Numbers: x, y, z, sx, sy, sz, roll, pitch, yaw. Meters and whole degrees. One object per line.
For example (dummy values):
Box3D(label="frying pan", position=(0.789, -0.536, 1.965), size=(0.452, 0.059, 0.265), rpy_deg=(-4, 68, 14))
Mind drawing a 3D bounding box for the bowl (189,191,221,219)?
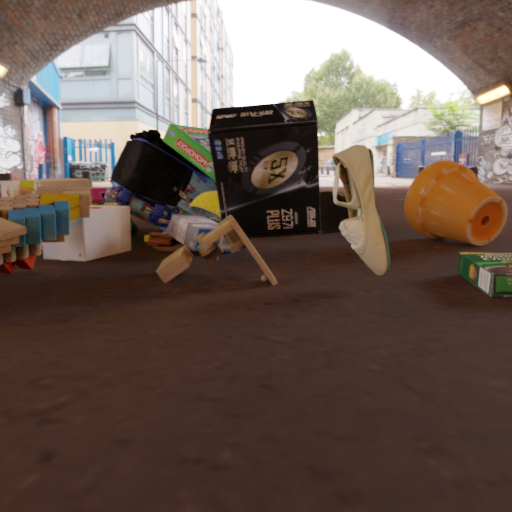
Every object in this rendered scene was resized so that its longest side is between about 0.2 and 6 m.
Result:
Box3D(label="bowl", position=(-0.705, -1.013, 11.520), size=(1.198, 0.645, 1.198), rpy_deg=(25, -8, 4))

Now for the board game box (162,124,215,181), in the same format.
Box3D(label="board game box", position=(-0.443, -2.185, 12.700), size=(2.046, 0.443, 3.041), rpy_deg=(38, 23, 18))

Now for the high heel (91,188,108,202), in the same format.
Box3D(label="high heel", position=(-3.886, -1.249, 14.540), size=(1.405, 0.986, 2.929), rpy_deg=(-1, 10, 12))

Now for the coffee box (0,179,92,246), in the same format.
Box3D(label="coffee box", position=(-4.348, -0.949, 11.699), size=(1.285, 1.297, 1.299), rpy_deg=(5, 12, 30))

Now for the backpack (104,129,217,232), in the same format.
Box3D(label="backpack", position=(-1.913, -1.556, 13.432), size=(2.933, 1.973, 2.678), rpy_deg=(25, 1, -22))

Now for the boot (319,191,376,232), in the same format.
Box3D(label="boot", position=(1.500, -1.128, 14.295), size=(2.714, 0.980, 2.050), rpy_deg=(-7, 7, -40))

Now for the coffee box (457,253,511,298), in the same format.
Box3D(label="coffee box", position=(3.284, 0.227, 7.284), size=(0.951, 0.340, 1.547), rpy_deg=(1, 9, 7))

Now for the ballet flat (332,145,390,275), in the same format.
Box3D(label="ballet flat", position=(1.295, -0.579, 7.259), size=(0.600, 1.728, 0.600), rpy_deg=(-8, -7, -1))

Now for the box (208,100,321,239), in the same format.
Box3D(label="box", position=(0.167, -1.215, 8.170), size=(1.486, 1.815, 0.782), rpy_deg=(-3, 37, 3))

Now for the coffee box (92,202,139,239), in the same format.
Box3D(label="coffee box", position=(-3.355, -0.804, 12.344), size=(1.415, 0.870, 0.311), rpy_deg=(5, 49, 33))

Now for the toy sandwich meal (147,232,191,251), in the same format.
Box3D(label="toy sandwich meal", position=(-1.616, -0.288, 10.692), size=(0.916, 0.314, 0.916), rpy_deg=(0, 9, 0))

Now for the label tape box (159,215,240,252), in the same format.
Box3D(label="label tape box", position=(-1.038, -0.490, 10.427), size=(1.001, 0.462, 1.397), rpy_deg=(1, 20, -37))

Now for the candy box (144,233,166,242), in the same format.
Box3D(label="candy box", position=(-1.614, -0.355, 11.591), size=(1.287, 0.170, 0.658), rpy_deg=(5, 13, 30))

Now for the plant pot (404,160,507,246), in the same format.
Box3D(label="plant pot", position=(4.173, -0.954, 11.463), size=(1.658, 1.658, 1.518), rpy_deg=(-4, 26, -24))

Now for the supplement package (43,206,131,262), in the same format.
Box3D(label="supplement package", position=(-2.949, -0.430, 9.857), size=(0.865, 0.854, 1.427), rpy_deg=(3, 9, 19))

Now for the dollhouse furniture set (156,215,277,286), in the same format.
Box3D(label="dollhouse furniture set", position=(-0.551, 0.209, 7.814), size=(1.255, 1.022, 1.193), rpy_deg=(-35, 9, 2))

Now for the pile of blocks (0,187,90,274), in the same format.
Box3D(label="pile of blocks", position=(-3.457, -0.104, 7.601), size=(1.414, 1.071, 3.446), rpy_deg=(19, 25, 28))
